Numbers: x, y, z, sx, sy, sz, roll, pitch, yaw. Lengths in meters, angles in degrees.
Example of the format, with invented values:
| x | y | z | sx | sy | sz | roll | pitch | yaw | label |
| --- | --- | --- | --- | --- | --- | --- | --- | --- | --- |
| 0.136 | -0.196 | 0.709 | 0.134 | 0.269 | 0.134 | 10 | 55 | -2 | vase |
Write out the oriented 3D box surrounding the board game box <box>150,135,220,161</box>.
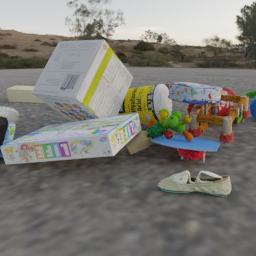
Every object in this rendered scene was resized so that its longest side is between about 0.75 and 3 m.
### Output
| x | y | z | sx | sy | sz | roll | pitch | yaw | label |
| --- | --- | --- | --- | --- | --- | --- | --- | --- | --- |
| 1.538 | 0.557 | 7.479 | 1.662 | 0.409 | 2.103 | 8 | 7 | 21 | board game box |

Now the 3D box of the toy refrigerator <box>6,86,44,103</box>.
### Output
| x | y | z | sx | sy | sz | roll | pitch | yaw | label |
| --- | --- | --- | --- | --- | --- | --- | --- | --- | --- |
| -5.453 | -1.849 | 15.609 | 2.317 | 0.811 | 0.880 | 3 | 23 | 14 | toy refrigerator |

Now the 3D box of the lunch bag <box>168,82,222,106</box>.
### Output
| x | y | z | sx | sy | sz | roll | pitch | yaw | label |
| --- | --- | --- | --- | --- | --- | --- | --- | --- | --- |
| 2.042 | -1.059 | 8.535 | 1.270 | 0.599 | 1.585 | -1 | 15 | -21 | lunch bag |

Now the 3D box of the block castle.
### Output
| x | y | z | sx | sy | sz | roll | pitch | yaw | label |
| --- | --- | --- | --- | --- | --- | --- | --- | --- | --- |
| 2.840 | -0.297 | 8.737 | 1.399 | 0.982 | 2.093 | 11 | 32 | 33 | block castle |

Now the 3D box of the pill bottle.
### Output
| x | y | z | sx | sy | sz | roll | pitch | yaw | label |
| --- | --- | --- | --- | --- | --- | --- | --- | --- | --- |
| 0.288 | -0.814 | 10.419 | 2.429 | 1.352 | 1.352 | -5 | 11 | 30 | pill bottle |

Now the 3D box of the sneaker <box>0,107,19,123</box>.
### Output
| x | y | z | sx | sy | sz | roll | pitch | yaw | label |
| --- | --- | --- | --- | --- | --- | --- | --- | --- | --- |
| -4.606 | -0.089 | 9.302 | 0.967 | 0.897 | 2.387 | 24 | 28 | 27 | sneaker |

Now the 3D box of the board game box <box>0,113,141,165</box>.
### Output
| x | y | z | sx | sy | sz | roll | pitch | yaw | label |
| --- | --- | --- | --- | --- | --- | --- | --- | --- | --- |
| -1.381 | 0.250 | 7.212 | 2.983 | 0.511 | 2.005 | -6 | 13 | 23 | board game box |

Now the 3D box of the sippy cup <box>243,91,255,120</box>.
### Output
| x | y | z | sx | sy | sz | roll | pitch | yaw | label |
| --- | --- | --- | --- | --- | --- | --- | --- | --- | --- |
| 5.683 | -0.941 | 11.171 | 1.512 | 1.620 | 2.064 | -26 | 2 | -38 | sippy cup |

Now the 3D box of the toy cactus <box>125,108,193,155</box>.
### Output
| x | y | z | sx | sy | sz | roll | pitch | yaw | label |
| --- | --- | --- | --- | --- | --- | --- | --- | --- | --- |
| 0.772 | 0.184 | 7.747 | 1.779 | 1.103 | 2.156 | -33 | 8 | -8 | toy cactus |

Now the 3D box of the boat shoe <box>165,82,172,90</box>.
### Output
| x | y | z | sx | sy | sz | roll | pitch | yaw | label |
| --- | --- | --- | --- | --- | --- | --- | --- | --- | --- |
| 3.077 | -2.178 | 17.110 | 2.218 | 0.798 | 0.749 | 23 | 60 | 39 | boat shoe |

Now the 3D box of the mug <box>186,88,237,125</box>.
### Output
| x | y | z | sx | sy | sz | roll | pitch | yaw | label |
| --- | --- | --- | --- | --- | --- | --- | --- | --- | --- |
| 3.411 | -0.798 | 10.960 | 1.888 | 1.259 | 1.676 | -16 | 20 | -37 | mug |

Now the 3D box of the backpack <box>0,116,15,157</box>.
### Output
| x | y | z | sx | sy | sz | roll | pitch | yaw | label |
| --- | --- | --- | --- | --- | --- | --- | --- | --- | --- |
| -3.658 | 0.221 | 7.322 | 1.343 | 1.229 | 0.987 | 11 | -3 | 40 | backpack |

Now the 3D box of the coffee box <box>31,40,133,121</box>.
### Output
| x | y | z | sx | sy | sz | roll | pitch | yaw | label |
| --- | --- | --- | --- | --- | --- | --- | --- | --- | --- |
| -1.337 | -1.345 | 8.745 | 1.929 | 1.932 | 1.910 | 11 | -19 | 34 | coffee box |

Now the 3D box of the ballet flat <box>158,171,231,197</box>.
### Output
| x | y | z | sx | sy | sz | roll | pitch | yaw | label |
| --- | --- | --- | --- | --- | --- | --- | --- | --- | --- |
| 1.315 | 1.050 | 5.601 | 1.426 | 0.445 | 0.481 | 2 | 15 | 10 | ballet flat |
